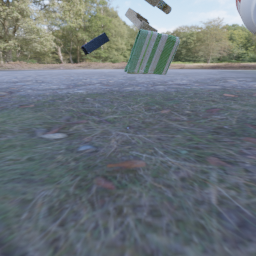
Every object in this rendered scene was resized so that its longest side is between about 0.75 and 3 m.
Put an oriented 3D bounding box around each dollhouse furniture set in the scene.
[{"bbox_3d":[0.722,-3.568,8.011,1.395,1.519,0.988,13,34,-44],"label":"dollhouse furniture set"}]

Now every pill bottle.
[{"bbox_3d":[2.983,-2.632,5.814,1.296,1.296,2.311,4,31,14],"label":"pill bottle"}]

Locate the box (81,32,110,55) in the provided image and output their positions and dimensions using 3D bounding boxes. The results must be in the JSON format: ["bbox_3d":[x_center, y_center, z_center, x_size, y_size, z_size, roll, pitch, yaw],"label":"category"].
[{"bbox_3d":[-1.188,-3.028,10.094,0.920,0.363,0.649,-35,21,-10],"label":"box"}]

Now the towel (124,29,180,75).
[{"bbox_3d":[0.639,-1.843,7.013,1.458,1.112,0.171,-7,41,-40],"label":"towel"}]
